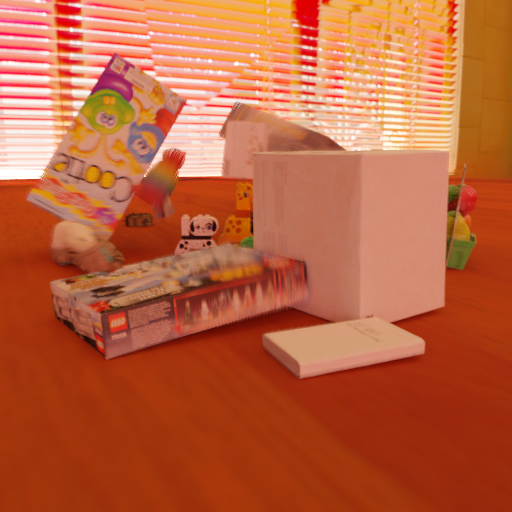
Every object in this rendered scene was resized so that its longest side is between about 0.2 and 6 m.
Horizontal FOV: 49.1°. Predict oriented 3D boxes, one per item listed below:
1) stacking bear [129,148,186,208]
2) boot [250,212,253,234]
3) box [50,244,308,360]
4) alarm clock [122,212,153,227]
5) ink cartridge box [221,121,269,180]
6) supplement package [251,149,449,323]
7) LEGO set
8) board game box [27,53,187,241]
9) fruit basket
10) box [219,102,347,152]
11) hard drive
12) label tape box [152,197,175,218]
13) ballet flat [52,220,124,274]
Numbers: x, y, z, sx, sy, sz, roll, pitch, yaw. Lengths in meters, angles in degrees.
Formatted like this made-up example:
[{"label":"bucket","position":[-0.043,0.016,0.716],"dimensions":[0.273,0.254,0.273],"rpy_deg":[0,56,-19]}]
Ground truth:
[{"label":"stacking bear","position":[-1.695,-1.489,10.248],"dimensions":[0.669,1.101,0.626],"rpy_deg":[16,-18,46]},{"label":"boot","position":[0.854,-0.672,12.901],"dimensions":[1.716,0.890,2.627],"rpy_deg":[-22,26,-25]},{"label":"box","position":[-0.907,0.416,6.694],"dimensions":[2.568,0.512,1.758],"rpy_deg":[-13,15,-32]},{"label":"alarm clock","position":[-3.153,-0.976,15.331],"dimensions":[0.758,0.374,1.124],"rpy_deg":[-8,16,-37]},{"label":"ink cartridge box","position":[-0.171,-2.012,10.741],"dimensions":[0.959,1.088,0.243],"rpy_deg":[10,6,28]},{"label":"supplement package","position":[1.137,-0.353,7.208],"dimensions":[1.530,1.989,2.080],"rpy_deg":[-9,14,-34]},{"label":"LEGO set","position":[0.105,-0.750,11.159],"dimensions":[3.372,1.384,1.286],"rpy_deg":[-1,10,-3]},{"label":"board game box","position":[-2.899,-1.990,10.876],"dimensions":[1.628,3.104,1.599],"rpy_deg":[30,-7,-18]},{"label":"fruit basket","position":[3.459,-0.717,9.877],"dimensions":[0.839,1.791,1.659],"rpy_deg":[4,12,19]},{"label":"box","position":[1.346,-2.135,13.155],"dimensions":[3.183,0.972,4.020],"rpy_deg":[25,9,-37]},{"label":"hard drive","position":[0.837,0.872,5.510],"dimensions":[1.322,0.176,0.872],"rpy_deg":[-6,12,-21]},{"label":"label tape box","position":[-1.998,-1.167,11.532],"dimensions":[0.244,0.738,0.529],"rpy_deg":[-29,13,-28]},{"label":"ballet flat","position":[-2.974,-0.207,9.466],"dimensions":[0.757,0.841,2.233],"rpy_deg":[-39,30,-27]}]
